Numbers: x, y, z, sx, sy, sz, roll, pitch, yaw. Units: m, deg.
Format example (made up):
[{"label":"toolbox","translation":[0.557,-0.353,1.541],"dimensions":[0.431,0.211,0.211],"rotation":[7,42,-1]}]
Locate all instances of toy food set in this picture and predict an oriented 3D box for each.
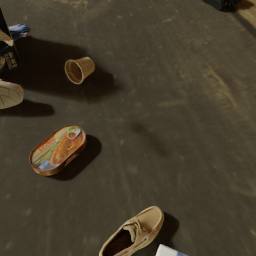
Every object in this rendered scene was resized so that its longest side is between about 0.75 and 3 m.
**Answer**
[{"label":"toy food set","translation":[-3.195,-2.140,6.451],"dimensions":[0.715,0.301,0.997],"rotation":[36,17,-4]}]

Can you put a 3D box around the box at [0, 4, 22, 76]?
[{"label":"box","translation":[-4.928,-3.457,9.228],"dimensions":[1.275,2.424,2.960],"rotation":[-28,56,-22]}]

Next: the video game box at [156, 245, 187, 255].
[{"label":"video game box","translation":[1.413,3.706,4.344],"dimensions":[2.935,0.687,2.674],"rotation":[17,55,14]}]

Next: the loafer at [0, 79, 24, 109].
[{"label":"loafer","translation":[-4.396,-1.107,8.287],"dimensions":[2.645,0.951,0.832],"rotation":[-5,43,-1]}]

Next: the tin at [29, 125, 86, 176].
[{"label":"tin","translation":[-1.782,0.549,7.248],"dimensions":[0.903,0.338,1.612],"rotation":[34,58,20]}]

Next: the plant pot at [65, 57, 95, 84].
[{"label":"plant pot","translation":[-1.507,-1.940,9.118],"dimensions":[0.800,0.800,0.732],"rotation":[29,44,22]}]

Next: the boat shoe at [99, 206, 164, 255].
[{"label":"boat shoe","translation":[0.131,2.172,5.714],"dimensions":[1.675,0.540,0.597],"rotation":[-37,59,-27]}]

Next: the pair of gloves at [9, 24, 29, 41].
[{"label":"pair of gloves","translation":[-4.383,-3.740,10.981],"dimensions":[0.944,0.134,1.174],"rotation":[-9,49,-5]}]

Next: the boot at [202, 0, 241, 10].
[{"label":"boot","translation":[4.155,-6.006,12.559],"dimensions":[1.407,0.635,1.717],"rotation":[-28,63,-19]}]
